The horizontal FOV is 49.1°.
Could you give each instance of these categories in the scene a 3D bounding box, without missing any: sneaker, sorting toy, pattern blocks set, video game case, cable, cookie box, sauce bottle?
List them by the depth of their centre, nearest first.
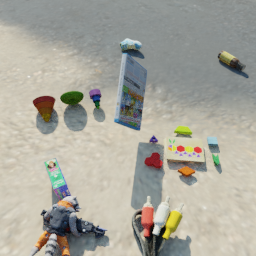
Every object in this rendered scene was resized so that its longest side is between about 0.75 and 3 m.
[{"bbox_3d":[0.590,3.147,7.343,1.429,0.741,2.943,7,47,13],"label":"cable"},{"bbox_3d":[-2.157,1.626,8.641,0.408,0.928,1.085,-22,50,-16],"label":"cookie box"},{"bbox_3d":[0.134,-1.182,9.787,0.207,1.665,2.326,2,81,28],"label":"video game case"},{"bbox_3d":[1.959,0.773,9.927,2.498,0.202,2.196,10,48,9],"label":"pattern blocks set"},{"bbox_3d":[-2.360,-0.847,11.194,2.742,0.951,0.944,-11,71,-7],"label":"sorting toy"},{"bbox_3d":[5.015,-3.232,13.531,0.463,0.463,1.432,-29,56,-24],"label":"sauce bottle"},{"bbox_3d":[0.093,-4.179,14.401,1.201,0.478,0.784,26,49,34],"label":"sneaker"}]

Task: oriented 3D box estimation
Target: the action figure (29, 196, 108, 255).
[{"bbox_3d":[-1.615,2.769,7.539,2.018,1.056,1.952,6,56,5],"label":"action figure"}]
